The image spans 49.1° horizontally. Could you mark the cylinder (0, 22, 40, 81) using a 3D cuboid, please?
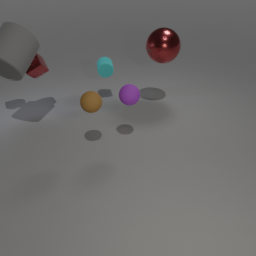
[{"bbox_3d":[-3.927,-2.556,9.436,1.400,1.400,1.400,12,67,19],"label":"cylinder"}]

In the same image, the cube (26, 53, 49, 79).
[{"bbox_3d":[-3.700,-2.481,11.088,0.700,0.700,0.700,-30,-12,6],"label":"cube"}]

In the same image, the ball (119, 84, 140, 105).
[{"bbox_3d":[0.048,-1.093,9.214,0.700,0.700,0.700,0,32,0],"label":"ball"}]

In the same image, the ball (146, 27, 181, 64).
[{"bbox_3d":[1.426,-3.327,11.333,1.400,1.400,1.400,0,32,0],"label":"ball"}]

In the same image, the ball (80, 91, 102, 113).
[{"bbox_3d":[-1.174,-0.829,8.906,0.700,0.700,0.700,0,32,0],"label":"ball"}]

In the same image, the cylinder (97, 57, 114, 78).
[{"bbox_3d":[-1.018,-2.705,12.460,0.700,0.700,0.700,-4,38,-7],"label":"cylinder"}]
